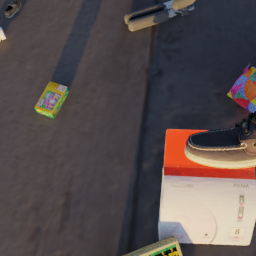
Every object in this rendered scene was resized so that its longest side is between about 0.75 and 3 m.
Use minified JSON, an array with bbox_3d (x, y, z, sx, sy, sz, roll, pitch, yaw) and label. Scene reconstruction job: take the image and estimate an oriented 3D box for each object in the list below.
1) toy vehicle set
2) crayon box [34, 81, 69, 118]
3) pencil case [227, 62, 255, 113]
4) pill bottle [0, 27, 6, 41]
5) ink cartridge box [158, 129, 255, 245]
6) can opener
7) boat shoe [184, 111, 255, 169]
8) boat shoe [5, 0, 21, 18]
[{"bbox_3d":[0.270,3.467,6.255,2.179,0.289,1.354,-19,93,-8],"label":"toy vehicle set"},{"bbox_3d":[-2.296,-0.866,8.481,0.606,0.297,1.020,19,67,8],"label":"crayon box"},{"bbox_3d":[4.173,-0.692,7.984,1.175,1.175,2.659,-41,73,-16],"label":"pencil case"},{"bbox_3d":[-4.562,-3.050,9.362,0.815,0.462,0.462,-23,68,-9],"label":"pill bottle"},{"bbox_3d":[1.846,1.425,6.416,2.180,2.682,0.765,2,24,1],"label":"ink cartridge box"},{"bbox_3d":[1.135,-4.128,9.625,2.546,0.851,0.679,-20,68,-9],"label":"can opener"},{"bbox_3d":[2.365,0.096,4.856,2.754,0.892,0.990,-3,29,14],"label":"boat shoe"},{"bbox_3d":[-4.117,-4.320,10.011,0.322,0.305,0.849,17,67,8],"label":"boat shoe"}]
